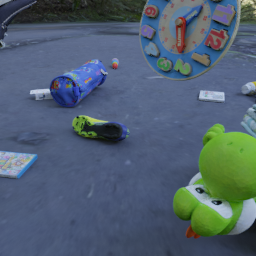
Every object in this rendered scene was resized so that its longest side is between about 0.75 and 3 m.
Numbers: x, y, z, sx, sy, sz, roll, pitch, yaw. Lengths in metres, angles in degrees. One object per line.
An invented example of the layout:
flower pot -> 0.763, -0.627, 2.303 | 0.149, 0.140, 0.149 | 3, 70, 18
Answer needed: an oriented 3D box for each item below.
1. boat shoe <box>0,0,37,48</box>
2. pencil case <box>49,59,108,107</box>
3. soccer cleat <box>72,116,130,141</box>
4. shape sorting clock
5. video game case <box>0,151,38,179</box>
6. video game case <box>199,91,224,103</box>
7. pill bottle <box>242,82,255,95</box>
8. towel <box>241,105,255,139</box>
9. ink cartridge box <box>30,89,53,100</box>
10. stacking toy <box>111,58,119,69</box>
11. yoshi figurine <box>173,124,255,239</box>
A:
boat shoe -> -3.026, -2.041, 5.912 | 2.752, 0.863, 1.000 | -36, 35, -12
pencil case -> -1.701, -1.745, 10.456 | 1.242, 1.116, 2.859 | -3, 24, 20
soccer cleat -> -0.753, 0.040, 7.530 | 1.719, 0.556, 0.719 | 10, -4, 31
shape sorting clock -> 1.143, -2.179, 5.849 | 2.355, 2.355, 0.462 | 19, 16, 36
video game case -> -2.770, 0.783, 6.221 | 1.210, 0.108, 0.866 | 4, 25, 9
video game case -> 3.132, -1.185, 10.467 | 0.887, 0.115, 0.974 | 7, 25, 15
pill bottle -> 4.826, -1.534, 10.792 | 0.852, 0.477, 0.477 | -11, 27, -23
towel -> 3.289, 0.665, 4.614 | 2.280, 0.641, 2.663 | 28, 20, -16
ink cartridge box -> -3.187, -1.243, 10.402 | 0.814, 0.274, 0.477 | -6, 25, -12
stacking toy -> -0.685, -3.422, 15.034 | 0.410, 0.410, 0.961 | -1, 29, -3
yoshi figurine -> 1.720, 0.662, 3.989 | 1.555, 1.549, 2.767 | -10, -5, 40
